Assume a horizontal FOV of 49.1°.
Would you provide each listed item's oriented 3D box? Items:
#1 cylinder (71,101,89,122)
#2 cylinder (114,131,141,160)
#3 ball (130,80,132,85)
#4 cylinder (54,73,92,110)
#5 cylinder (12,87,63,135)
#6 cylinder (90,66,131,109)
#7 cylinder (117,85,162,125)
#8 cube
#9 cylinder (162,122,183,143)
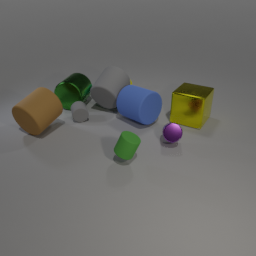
[{"bbox_3d":[-2.110,-0.713,12.221,0.700,0.700,0.700,-8,33,-14],"label":"cylinder"},{"bbox_3d":[-0.027,0.571,9.245,0.700,0.700,0.700,21,27,-11],"label":"cylinder"},{"bbox_3d":[-0.124,-2.331,14.889,0.700,0.700,0.700,0,29,0],"label":"ball"},{"bbox_3d":[-2.586,-1.763,13.386,1.400,1.400,1.400,7,30,12],"label":"cylinder"},{"bbox_3d":[-3.549,-0.668,11.045,1.400,1.400,1.400,16,47,26],"label":"cylinder"},{"bbox_3d":[-0.789,-1.835,12.705,1.400,1.400,1.400,14,56,23],"label":"cylinder"},{"bbox_3d":[0.476,-0.999,11.827,1.400,1.400,1.400,-25,35,-37],"label":"cylinder"},{"bbox_3d":[2.738,-0.986,12.024,1.400,1.400,1.400,16,33,26],"label":"cube"},{"bbox_3d":[1.633,0.152,10.367,0.700,0.700,0.700,3,4,5],"label":"cylinder"}]
